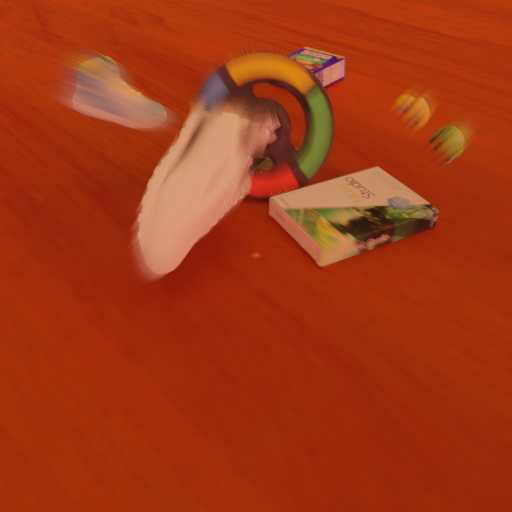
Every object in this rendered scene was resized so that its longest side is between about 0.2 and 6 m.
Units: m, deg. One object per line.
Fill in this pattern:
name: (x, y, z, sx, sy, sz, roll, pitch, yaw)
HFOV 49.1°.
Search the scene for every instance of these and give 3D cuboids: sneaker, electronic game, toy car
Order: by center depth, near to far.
sneaker: (-0.741, -0.966, 7.984, 1.131, 1.073, 2.809, 15, 65, 12)
toy car: (2.834, -1.861, 8.537, 0.326, 1.460, 1.374, -42, 23, 14)
sneaker: (-2.227, -2.729, 9.256, 1.569, 1.025, 0.624, 8, 48, -12)
electronic game: (0.113, -2.213, 9.641, 2.458, 2.458, 0.511, 0, 9, 0)

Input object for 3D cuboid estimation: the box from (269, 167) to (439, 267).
box: (1.578, -0.721, 9.247, 2.274, 0.413, 1.641, -19, 42, -21)

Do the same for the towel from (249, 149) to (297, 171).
towel: (0.107, -1.923, 10.988, 1.084, 0.195, 1.126, 20, 45, 27)

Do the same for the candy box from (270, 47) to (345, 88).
candy box: (1.292, -4.650, 14.032, 1.299, 0.592, 1.536, 26, 44, 31)
